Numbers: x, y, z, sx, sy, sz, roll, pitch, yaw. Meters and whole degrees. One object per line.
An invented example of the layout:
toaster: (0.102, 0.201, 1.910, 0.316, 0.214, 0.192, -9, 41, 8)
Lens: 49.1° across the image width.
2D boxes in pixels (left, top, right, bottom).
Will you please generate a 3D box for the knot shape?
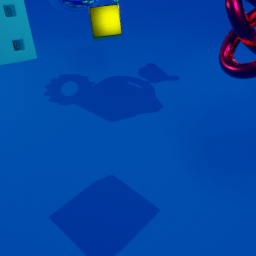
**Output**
knot shape: (1.737, -1.372, 3.678, 1.342, 0.620, 1.256, -28, 83, 8)

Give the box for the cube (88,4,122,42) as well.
cube: (-0.567, -2.561, 6.873, 0.704, 0.704, 0.704, -9, 12, -6)

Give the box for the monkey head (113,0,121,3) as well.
monkey head: (-0.426, -4.347, 7.613, 1.156, 1.606, 0.968, -19, 0, 10)

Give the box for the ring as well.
ring: (-1.253, -3.381, 7.200, 1.615, 0.323, 1.615, -7, 2, 0)

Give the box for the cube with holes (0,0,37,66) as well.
cube with holes: (-2.118, -1.396, 3.574, 1.212, 1.212, 1.212, -24, 26, -36)
